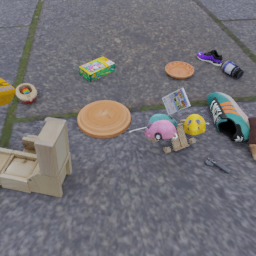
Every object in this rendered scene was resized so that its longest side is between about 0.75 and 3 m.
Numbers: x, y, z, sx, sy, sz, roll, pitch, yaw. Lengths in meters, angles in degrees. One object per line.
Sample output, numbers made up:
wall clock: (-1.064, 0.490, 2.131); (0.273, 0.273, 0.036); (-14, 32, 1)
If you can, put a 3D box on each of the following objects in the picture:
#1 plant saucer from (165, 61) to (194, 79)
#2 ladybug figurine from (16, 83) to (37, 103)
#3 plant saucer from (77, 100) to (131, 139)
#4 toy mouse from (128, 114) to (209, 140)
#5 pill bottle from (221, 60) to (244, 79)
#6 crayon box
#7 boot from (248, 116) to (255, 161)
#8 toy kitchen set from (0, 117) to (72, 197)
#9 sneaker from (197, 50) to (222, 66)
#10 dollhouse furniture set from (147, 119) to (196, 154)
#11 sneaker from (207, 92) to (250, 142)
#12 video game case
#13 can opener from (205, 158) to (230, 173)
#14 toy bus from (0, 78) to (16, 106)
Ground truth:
plant saucer: (2.506, -2.793, 13.678); (1.395, 0.261, 1.395); (0, 45, 0)
ladybug figurine: (-4.379, -1.469, 12.143); (0.863, 0.458, 1.272); (-20, 47, -19)
plant saucer: (-0.949, -0.445, 11.166); (2.140, 0.345, 2.140); (0, 45, 0)
toy mouse: (1.165, -0.102, 8.897); (2.478, 0.540, 2.789); (0, 12, 22)
pill bottle: (5.014, -2.792, 13.449); (0.570, 0.570, 1.019); (-25, 49, -23)
crayon box: (-1.499, -2.878, 13.620); (1.549, 0.451, 0.920); (-32, 52, -29)
boot: (5.171, 0.320, 9.658); (1.909, 0.691, 1.588); (-1, 78, 8)
toy kitchen set: (-3.089, 0.400, 8.763); (2.672, 2.411, 2.180); (10, 43, 4)
sneaker: (4.225, -3.736, 14.349); (1.379, 0.686, 0.479); (29, 51, 26)
dollhouse furniture set: (1.630, 0.328, 10.189); (1.700, 0.881, 0.752); (-19, 6, -18)
sneaker: (3.703, -0.486, 10.785); (1.023, 0.914, 2.560); (-14, 47, -20)
video game case: (1.593, -0.872, 9.333); (0.081, 0.898, 0.643); (-18, 85, -45)
can opener: (3.018, 1.303, 9.479); (0.854, 0.228, 0.286); (35, 86, 30)
toy bus: (-4.585, -1.071, 8.889); (0.892, 0.741, 2.278); (39, 14, -4)
